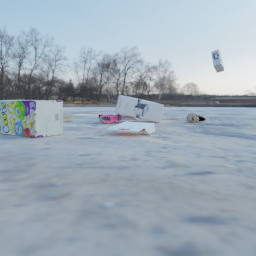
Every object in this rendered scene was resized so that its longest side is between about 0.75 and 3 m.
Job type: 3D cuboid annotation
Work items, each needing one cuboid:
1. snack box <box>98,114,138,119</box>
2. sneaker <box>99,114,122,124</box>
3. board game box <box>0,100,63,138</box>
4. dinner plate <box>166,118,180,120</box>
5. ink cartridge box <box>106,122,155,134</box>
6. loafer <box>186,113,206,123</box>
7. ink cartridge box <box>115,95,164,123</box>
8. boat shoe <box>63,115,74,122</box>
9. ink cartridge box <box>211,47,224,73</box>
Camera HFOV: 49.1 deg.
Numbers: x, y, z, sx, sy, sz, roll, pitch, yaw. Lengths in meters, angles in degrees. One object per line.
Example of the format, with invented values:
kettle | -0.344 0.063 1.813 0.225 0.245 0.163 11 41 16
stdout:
snack box | -0.518 -0.656 15.886 2.187 0.266 0.786 1 6 13
sneaker | -0.851 -0.362 12.690 1.102 0.435 0.525 -2 -15 -33
board game box | -2.997 -0.323 8.375 1.969 1.033 1.014 3 6 34
dinner plate | 2.450 -0.507 15.266 0.816 0.099 0.816 -1 5 0
ink cartridge box | 0.109 0.079 8.449 1.077 0.333 1.328 3 15 25
loafer | 3.187 -0.456 13.027 0.413 0.473 1.315 13 10 39
ink cartridge box | 0.502 -0.910 13.207 2.093 0.899 1.533 11 5 -3
boat shoe | -3.460 -0.595 13.478 1.743 0.603 0.643 -3 6 -32
ink cartridge box | 3.674 -2.821 11.504 0.320 0.944 0.547 -14 -30 28
